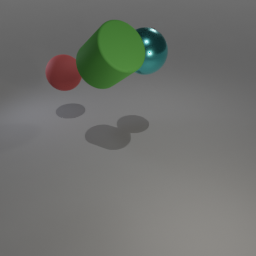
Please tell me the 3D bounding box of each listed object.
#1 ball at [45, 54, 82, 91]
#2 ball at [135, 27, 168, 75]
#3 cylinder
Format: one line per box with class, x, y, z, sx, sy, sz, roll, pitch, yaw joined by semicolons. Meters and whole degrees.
ball;-2.497;-2.154;10.946;1.400;1.400;1.400;0;30;0
ball;0.516;-2.336;8.560;1.400;1.400;1.400;0;30;0
cylinder;-0.489;-1.912;7.499;1.400;1.400;1.400;-24;2;-35
